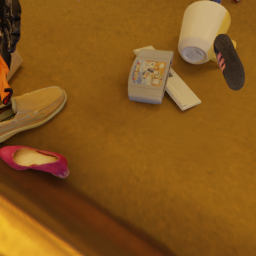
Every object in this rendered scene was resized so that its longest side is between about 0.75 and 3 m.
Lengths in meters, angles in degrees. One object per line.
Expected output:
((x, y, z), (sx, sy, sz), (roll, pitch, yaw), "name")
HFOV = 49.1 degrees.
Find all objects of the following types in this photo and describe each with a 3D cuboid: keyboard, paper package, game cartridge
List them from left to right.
((-4.683, -2.038, 8.093), (1.372, 2.528, 2.652), (11, 58, 18), "paper package")
((0.668, -1.681, 8.893), (1.219, 0.380, 1.831), (11, 73, 13), "game cartridge")
((1.248, -1.739, 9.234), (0.803, 0.152, 2.854), (-19, 61, -31), "keyboard")

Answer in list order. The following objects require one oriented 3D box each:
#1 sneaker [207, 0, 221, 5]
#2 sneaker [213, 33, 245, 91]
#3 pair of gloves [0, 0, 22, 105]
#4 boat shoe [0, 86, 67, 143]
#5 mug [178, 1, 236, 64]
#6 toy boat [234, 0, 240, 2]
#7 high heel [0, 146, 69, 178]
((3.560, -5.660, 11.325), (0.696, 0.724, 1.847), (2, 59, 0), "sneaker")
((2.161, -1.383, 6.006), (0.432, 0.505, 1.231), (-16, 89, 9), "sneaker")
((-2.704, -1.942, 6.181), (0.291, 2.352, 2.096), (-4, 53, -34), "pair of gloves")
((-3.080, -0.508, 8.038), (2.843, 1.083, 1.019), (-35, 65, -19), "boat shoe")
((2.611, -3.003, 9.325), (1.989, 1.593, 1.633), (16, 68, 16), "mug")
((4.388, -5.512, 11.452), (0.500, 0.499, 0.765), (9, 55, 40), "toy boat")
((-2.555, 0.754, 7.333), (2.092, 1.003, 0.705), (21, 61, 12), "high heel")
